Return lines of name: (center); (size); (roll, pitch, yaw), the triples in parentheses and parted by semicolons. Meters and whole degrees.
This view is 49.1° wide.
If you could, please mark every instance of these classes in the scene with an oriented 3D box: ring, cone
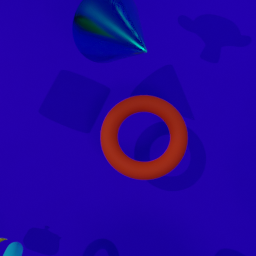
ring: (0.311, 0.158, 5.480); (1.706, 0.341, 1.706); (0, 73, 2)
ring: (-1.804, 2.241, 4.086); (0.218, 1.089, 1.089); (17, 78, -10)
cone: (-0.052, -1.556, 4.862); (1.408, 1.408, 1.413); (-36, 45, -7)

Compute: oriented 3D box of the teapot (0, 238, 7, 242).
teapot: (-2.776, 1.968, 4.837); (1.237, 0.769, 0.606); (24, 75, -23)
